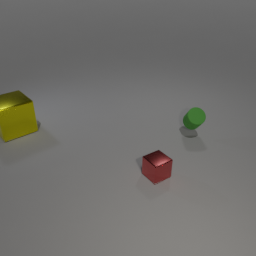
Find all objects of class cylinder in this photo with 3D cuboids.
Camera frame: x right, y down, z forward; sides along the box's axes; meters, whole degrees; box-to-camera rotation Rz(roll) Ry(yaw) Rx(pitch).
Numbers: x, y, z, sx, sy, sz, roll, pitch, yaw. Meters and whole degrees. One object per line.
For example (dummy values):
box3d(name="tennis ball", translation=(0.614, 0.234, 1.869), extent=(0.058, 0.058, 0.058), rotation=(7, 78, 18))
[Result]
box3d(name="cylinder", translation=(2.545, -0.359, 10.791), extent=(0.700, 0.700, 0.700), rotation=(1, 74, -5))

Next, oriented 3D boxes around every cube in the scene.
box3d(name="cube", translation=(-4.676, -0.523, 11.321), extent=(1.400, 1.400, 1.400), rotation=(-23, 38, -34))
box3d(name="cube", translation=(0.932, 1.247, 9.030), extent=(0.700, 0.700, 0.700), rotation=(-19, 35, -30))
